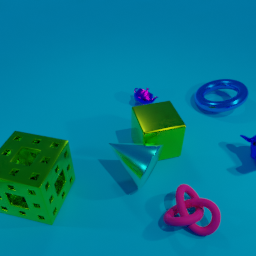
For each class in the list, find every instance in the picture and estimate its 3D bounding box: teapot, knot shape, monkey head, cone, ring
[{"bbox_3d":[0.594,-1.109,9.597,1.128,0.552,0.701,33,12,40],"label":"teapot"},{"bbox_3d":[1.328,1.881,6.254,1.136,0.561,1.215,-18,45,-20],"label":"knot shape"},{"bbox_3d":[3.642,0.505,7.326,1.491,0.899,1.073,2,-1,38],"label":"monkey head"},{"bbox_3d":[0.039,0.672,6.988,1.254,1.249,1.249,28,47,15],"label":"cone"},{"bbox_3d":[3.173,-1.141,9.606,1.785,0.357,1.785,-13,35,9],"label":"ring"}]

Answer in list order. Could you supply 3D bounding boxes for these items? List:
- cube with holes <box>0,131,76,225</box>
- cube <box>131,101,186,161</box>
[{"bbox_3d":[-2.205,1.127,6.499,1.388,1.388,1.388,10,42,11],"label":"cube with holes"},{"bbox_3d":[0.796,0.100,7.837,1.171,1.171,1.171,-10,43,-11],"label":"cube"}]
